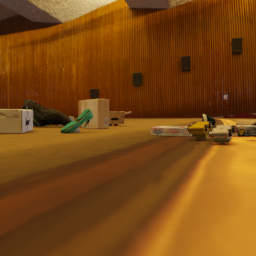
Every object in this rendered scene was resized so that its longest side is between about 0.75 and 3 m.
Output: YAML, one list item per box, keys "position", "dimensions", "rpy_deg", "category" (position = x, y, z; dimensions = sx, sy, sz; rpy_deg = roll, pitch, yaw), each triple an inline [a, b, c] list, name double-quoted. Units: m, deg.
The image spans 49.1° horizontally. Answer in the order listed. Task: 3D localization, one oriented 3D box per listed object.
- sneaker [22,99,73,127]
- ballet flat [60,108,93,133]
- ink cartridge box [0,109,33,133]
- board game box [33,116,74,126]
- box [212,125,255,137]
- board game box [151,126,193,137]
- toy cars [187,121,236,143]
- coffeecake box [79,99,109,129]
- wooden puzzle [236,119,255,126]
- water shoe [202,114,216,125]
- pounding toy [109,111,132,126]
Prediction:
- position: [-3.381, -0.387, 11.692]
  dimensions: [2.312, 0.947, 0.846]
  rpy_deg: [19, -7, 9]
  category: "sneaker"
- position: [-1.404, -0.100, 8.014]
  dimensions: [1.121, 0.394, 0.377]
  rpy_deg: [-43, 26, -27]
  category: "ballet flat"
- position: [-3.557, -0.219, 8.288]
  dimensions: [1.174, 0.681, 1.627]
  rpy_deg: [0, 3, -8]
  category: "ink cartridge box"
- position: [-3.995, -0.334, 13.468]
  dimensions: [2.601, 0.445, 1.748]
  rpy_deg: [-1, 3, -18]
  category: "board game box"
- position: [2.800, 0.056, 7.070]
  dimensions: [0.842, 0.245, 1.230]
  rpy_deg: [0, 3, -10]
  category: "box"
- position: [1.208, 0.071, 7.157]
  dimensions: [1.012, 0.209, 1.014]
  rpy_deg: [1, 3, 22]
  category: "board game box"
- position: [1.571, 0.108, 5.313]
  dimensions: [0.678, 0.335, 1.513]
  rpy_deg: [-9, 8, -12]
  category: "toy cars"
- position: [-1.351, -0.545, 10.906]
  dimensions: [0.527, 1.107, 1.442]
  rpy_deg: [-2, 3, -39]
  category: "coffeecake box"
- position: [6.229, -0.222, 12.444]
  dimensions: [2.246, 0.418, 2.078]
  rpy_deg: [-4, 3, 3]
  category: "wooden puzzle"
- position: [3.745, -0.353, 12.945]
  dimensions: [0.610, 0.553, 1.546]
  rpy_deg: [3, 4, 16]
  category: "water shoe"
- position: [-0.476, -0.445, 13.318]
  dimensions: [1.329, 0.692, 1.513]
  rpy_deg: [-1, 3, -17]
  category: "pounding toy"
